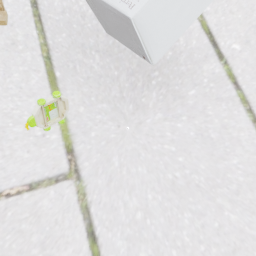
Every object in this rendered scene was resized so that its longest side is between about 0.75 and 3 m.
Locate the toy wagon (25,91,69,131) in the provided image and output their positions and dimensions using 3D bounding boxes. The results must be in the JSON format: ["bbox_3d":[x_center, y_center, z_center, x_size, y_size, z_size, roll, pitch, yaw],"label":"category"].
[{"bbox_3d":[-1.685,-0.295,5.781,1.039,0.806,0.206,-32,56,-30],"label":"toy wagon"}]

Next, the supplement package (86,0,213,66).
[{"bbox_3d":[0.741,-3.252,6.092,1.752,1.758,2.997,41,88,25],"label":"supplement package"}]

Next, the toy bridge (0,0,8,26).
[{"bbox_3d":[-3.214,-3.419,6.363,0.308,2.265,0.762,-4,68,-6],"label":"toy bridge"}]
